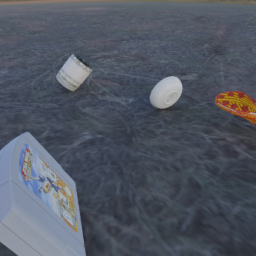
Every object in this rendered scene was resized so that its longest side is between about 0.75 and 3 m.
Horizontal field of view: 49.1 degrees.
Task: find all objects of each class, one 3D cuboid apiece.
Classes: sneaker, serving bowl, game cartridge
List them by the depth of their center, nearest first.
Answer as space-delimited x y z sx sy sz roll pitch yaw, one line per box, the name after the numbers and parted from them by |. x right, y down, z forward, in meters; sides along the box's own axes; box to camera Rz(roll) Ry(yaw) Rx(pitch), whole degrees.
-1.517 1.108 4.807 0.560 1.797 2.698 -32 26 -1 | game cartridge
3.637 -0.446 8.248 2.239 0.863 0.817 19 60 8 | sneaker
1.380 -1.134 9.632 1.256 1.256 0.413 -16 50 -26 | serving bowl

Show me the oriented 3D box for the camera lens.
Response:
-2.130 -2.231 11.190 0.990 1.237 0.990 39 13 -11 | camera lens
